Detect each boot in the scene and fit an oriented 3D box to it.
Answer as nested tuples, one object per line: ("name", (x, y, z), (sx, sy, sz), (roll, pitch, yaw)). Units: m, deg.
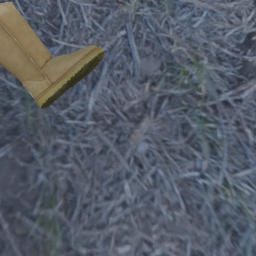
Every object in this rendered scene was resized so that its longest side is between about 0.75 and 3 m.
("boot", (-2.350, -2.232, 7.375), (2.415, 0.912, 2.758), (-40, 90, -6))
